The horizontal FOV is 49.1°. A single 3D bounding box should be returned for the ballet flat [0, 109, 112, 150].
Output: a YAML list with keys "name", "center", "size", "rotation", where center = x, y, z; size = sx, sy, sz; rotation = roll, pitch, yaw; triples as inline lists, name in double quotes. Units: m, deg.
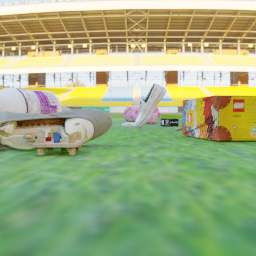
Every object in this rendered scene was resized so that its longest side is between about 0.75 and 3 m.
- name: "ballet flat"
  center: [-1.111, 0.085, 4.221]
  size: [1.912, 0.644, 0.609]
  rotation: [-2, 30, -20]

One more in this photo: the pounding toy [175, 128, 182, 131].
- name: "pounding toy"
  center: [2.066, -0.047, 8.668]
  size: [0.782, 0.470, 1.014]
  rotation: [-16, -17, -39]

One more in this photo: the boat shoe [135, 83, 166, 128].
- name: "boat shoe"
  center: [0.683, -0.860, 10.381]
  size: [0.597, 1.788, 0.657]
  rotation: [29, 9, -21]

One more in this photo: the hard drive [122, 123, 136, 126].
- name: "hard drive"
  center: [0.123, -0.172, 13.574]
  size: [0.700, 0.142, 1.061]
  rotation: [0, 2, 7]

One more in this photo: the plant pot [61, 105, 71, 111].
- name: "plant pot"
  center: [-3.520, -0.672, 15.864]
  size: [1.243, 1.164, 1.164]
  rotation: [15, 6, 13]

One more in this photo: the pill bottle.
- name: "pill bottle"
  center: [-3.533, -0.605, 9.313]
  size: [1.401, 1.401, 2.496]
  rotation: [1, 3, 29]

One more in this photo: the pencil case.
- name: "pencil case"
  center: [0.820, -0.832, 17.226]
  size: [1.173, 1.173, 2.683]
  rotation: [-2, 3, -33]

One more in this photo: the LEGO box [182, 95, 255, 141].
- name: "LEGO box"
  center: [2.569, -0.223, 6.103]
  size: [2.276, 0.878, 1.695]
  rotation: [-1, 3, -12]

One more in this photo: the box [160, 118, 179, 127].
- name: "box"
  center: [1.923, -0.264, 13.054]
  size: [0.697, 0.366, 0.851]
  rotation: [1, 2, -3]

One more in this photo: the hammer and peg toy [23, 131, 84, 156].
- name: "hammer and peg toy"
  center: [-0.990, 0.199, 3.615]
  size: [0.770, 0.272, 0.566]
  rotation: [0, 4, 1]
